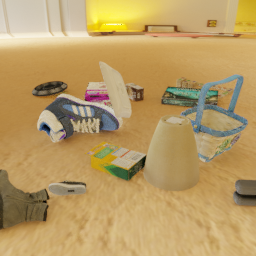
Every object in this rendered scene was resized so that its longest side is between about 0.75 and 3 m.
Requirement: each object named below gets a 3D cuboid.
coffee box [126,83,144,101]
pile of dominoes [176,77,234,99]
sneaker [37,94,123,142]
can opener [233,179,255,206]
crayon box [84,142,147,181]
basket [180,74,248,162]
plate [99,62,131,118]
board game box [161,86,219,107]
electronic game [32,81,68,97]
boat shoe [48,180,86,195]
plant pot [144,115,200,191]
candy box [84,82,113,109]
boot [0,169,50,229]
[{"bbox_3d":[0.315,-1.792,13.924,0.438,0.628,1.098,-13,27,-26],"label":"coffee box"},{"bbox_3d":[3.988,-2.227,15.084,2.898,0.461,2.259,17,29,33],"label":"pile of dominoes"},{"bbox_3d":[-1.772,-0.033,9.857,2.733,1.101,2.001,21,49,6],"label":"sneaker"},{"bbox_3d":[3.738,1.591,6.391,2.483,0.653,0.825,4,25,9],"label":"can opener"},{"bbox_3d":[-0.370,0.925,8.172,1.557,0.402,0.979,16,28,30],"label":"crayon box"},{"bbox_3d":[2.678,-0.346,8.531,2.127,2.412,1.678,-20,33,-37],"label":"basket"},{"bbox_3d":[-0.350,-1.346,10.147,0.320,1.974,1.978,-17,-2,13],"label":"plate"},{"bbox_3d":[3.003,-1.497,13.469,2.541,0.358,1.719,6,28,16],"label":"board game box"},{"bbox_3d":[-4.123,-2.066,14.799,1.870,0.389,1.870,-7,26,3],"label":"electronic game"},{"bbox_3d":[-1.512,1.461,7.048,0.926,0.342,0.316,-1,28,-4],"label":"boat shoe"},{"bbox_3d":[1.202,0.542,7.502,1.554,1.659,1.554,0,24,0],"label":"plant pot"},{"bbox_3d":[-1.148,-1.556,13.267,1.620,0.725,2.376,-1,24,-2],"label":"candy box"},{"bbox_3d":[-2.499,1.608,6.583,1.193,0.618,1.826,-5,32,-22],"label":"boot"}]
